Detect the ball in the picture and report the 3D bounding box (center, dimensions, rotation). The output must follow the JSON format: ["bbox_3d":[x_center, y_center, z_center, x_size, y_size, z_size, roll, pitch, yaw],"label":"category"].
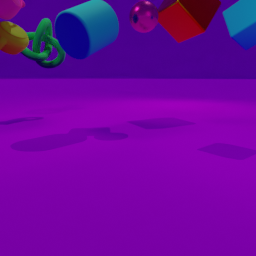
[{"bbox_3d":[0.431,-2.992,7.550,0.807,0.807,0.807,0,11,0],"label":"ball"}]

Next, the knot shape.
[{"bbox_3d":[-2.878,-2.764,9.706,0.777,1.574,1.682,10,58,37],"label":"knot shape"}]

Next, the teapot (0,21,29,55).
[{"bbox_3d":[-3.203,-2.336,7.493,0.942,0.742,1.515,33,29,-14],"label":"teapot"}]

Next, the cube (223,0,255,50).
[{"bbox_3d":[2.690,-2.344,6.199,0.749,0.749,0.749,17,-34,-41],"label":"cube"}]

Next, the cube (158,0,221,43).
[{"bbox_3d":[2.027,-4.062,9.631,1.398,1.398,1.398,38,-17,-23],"label":"cube"}]

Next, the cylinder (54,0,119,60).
[{"bbox_3d":[-1.004,-2.443,6.931,1.150,1.150,1.150,8,37,36],"label":"cylinder"}]

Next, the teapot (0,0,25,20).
[{"bbox_3d":[-3.095,-3.309,6.942,0.830,1.053,1.694,-20,1,10],"label":"teapot"}]
